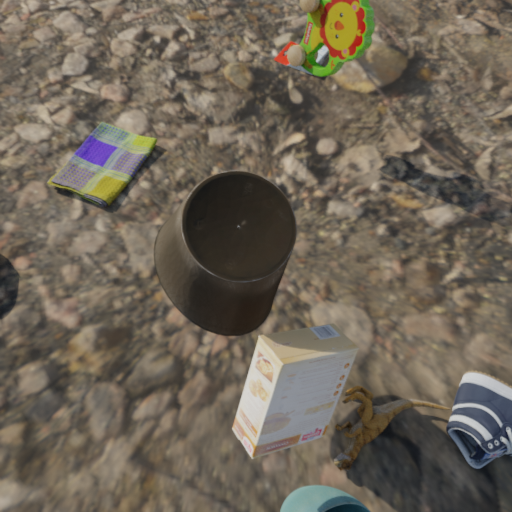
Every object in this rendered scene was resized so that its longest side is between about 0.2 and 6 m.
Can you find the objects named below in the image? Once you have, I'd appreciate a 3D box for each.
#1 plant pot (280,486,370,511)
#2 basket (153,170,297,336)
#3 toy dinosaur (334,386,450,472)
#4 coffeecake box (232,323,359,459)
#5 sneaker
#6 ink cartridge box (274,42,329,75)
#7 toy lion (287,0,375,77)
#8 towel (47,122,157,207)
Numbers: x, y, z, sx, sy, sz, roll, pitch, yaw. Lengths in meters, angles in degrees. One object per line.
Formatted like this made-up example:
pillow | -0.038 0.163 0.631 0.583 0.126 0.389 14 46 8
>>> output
plant pot | 0.809 3.635 7.515 1.336 1.336 0.900 -26 23 -17
basket | -0.371 -0.041 6.959 1.525 2.242 2.022 -37 86 -17
toy dinosaur | 1.862 2.503 8.701 1.987 0.600 1.055 -33 86 -14
coffeecake box | 0.430 1.539 6.431 1.074 1.399 0.511 -4 33 -33
sneaker | 3.968 2.754 8.243 2.315 0.811 1.256 25 54 24
ink cartridge box | 1.134 -5.004 13.897 1.118 0.264 0.895 27 60 16
toy lion | 1.460 -4.164 10.559 0.579 1.688 1.618 -23 53 -37
towel | -3.213 -1.980 11.847 1.509 0.239 2.101 22 59 16
